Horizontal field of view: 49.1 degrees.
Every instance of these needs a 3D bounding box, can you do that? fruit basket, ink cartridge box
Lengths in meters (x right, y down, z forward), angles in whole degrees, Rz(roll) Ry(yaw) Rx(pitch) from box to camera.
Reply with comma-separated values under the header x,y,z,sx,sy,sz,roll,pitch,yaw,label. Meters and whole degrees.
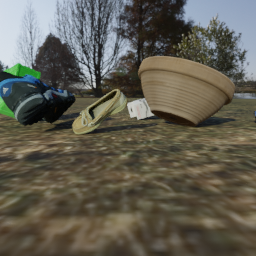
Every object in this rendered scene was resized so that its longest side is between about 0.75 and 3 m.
x,y,z,sx,sy,sz,roll,pitch,yaw,label
-3.461,-0.943,8.876,1.287,1.785,1.785,22,-7,-35,fruit basket
0.525,-0.652,9.298,0.998,0.578,0.333,-16,25,0,ink cartridge box

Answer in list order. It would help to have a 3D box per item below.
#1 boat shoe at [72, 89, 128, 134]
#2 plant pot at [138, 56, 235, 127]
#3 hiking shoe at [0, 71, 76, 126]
x,y,z,sx,sy,sz,roll,pitch,yaw,label
-0.670,-0.352,5.962,1.378,0.503,0.434,-28,-34,14,boat shoe
1.361,-0.776,7.295,2.527,1.166,2.527,18,-5,2,plant pot
-2.218,-0.853,7.128,1.073,1.251,2.885,-44,-1,4,hiking shoe
